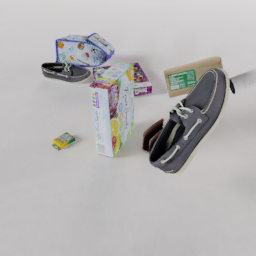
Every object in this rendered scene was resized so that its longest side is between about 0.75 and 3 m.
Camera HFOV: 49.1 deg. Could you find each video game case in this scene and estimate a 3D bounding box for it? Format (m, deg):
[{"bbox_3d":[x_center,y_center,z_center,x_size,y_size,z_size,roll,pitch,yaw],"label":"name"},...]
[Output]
[{"bbox_3d":[-0.370,-2.421,14.127,2.545,0.503,2.808,-8,37,-9],"label":"video game case"}]

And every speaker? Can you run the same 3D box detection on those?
[{"bbox_3d":[4.568,-1.807,10.283,1.631,0.662,0.662,-21,37,7],"label":"speaker"}]

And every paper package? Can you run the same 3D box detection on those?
[{"bbox_3d":[2.189,-1.712,9.225,1.788,0.925,1.705,-11,10,16],"label":"paper package"}]

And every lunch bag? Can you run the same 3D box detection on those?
[{"bbox_3d":[-2.266,-4.270,15.420,2.844,1.761,2.418,7,25,4],"label":"lunch bag"}]

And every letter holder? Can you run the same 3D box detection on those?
[{"bbox_3d":[1.146,0.305,10.219,0.625,0.883,1.242,27,44,31],"label":"letter holder"}]

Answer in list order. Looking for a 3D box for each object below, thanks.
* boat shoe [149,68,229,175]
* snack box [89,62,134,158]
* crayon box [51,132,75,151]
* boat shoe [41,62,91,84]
[{"bbox_3d":[1.472,-0.174,7.001,0.938,2.990,1.086,17,17,-29],"label":"boat shoe"},{"bbox_3d":[-0.463,-0.633,9.873,0.739,2.788,1.983,13,39,19],"label":"snack box"},{"bbox_3d":[-2.446,0.494,10.535,0.495,0.203,0.787,28,46,33],"label":"crayon box"},{"bbox_3d":[-3.215,-2.916,14.363,2.638,0.827,0.958,5,60,12],"label":"boat shoe"}]
